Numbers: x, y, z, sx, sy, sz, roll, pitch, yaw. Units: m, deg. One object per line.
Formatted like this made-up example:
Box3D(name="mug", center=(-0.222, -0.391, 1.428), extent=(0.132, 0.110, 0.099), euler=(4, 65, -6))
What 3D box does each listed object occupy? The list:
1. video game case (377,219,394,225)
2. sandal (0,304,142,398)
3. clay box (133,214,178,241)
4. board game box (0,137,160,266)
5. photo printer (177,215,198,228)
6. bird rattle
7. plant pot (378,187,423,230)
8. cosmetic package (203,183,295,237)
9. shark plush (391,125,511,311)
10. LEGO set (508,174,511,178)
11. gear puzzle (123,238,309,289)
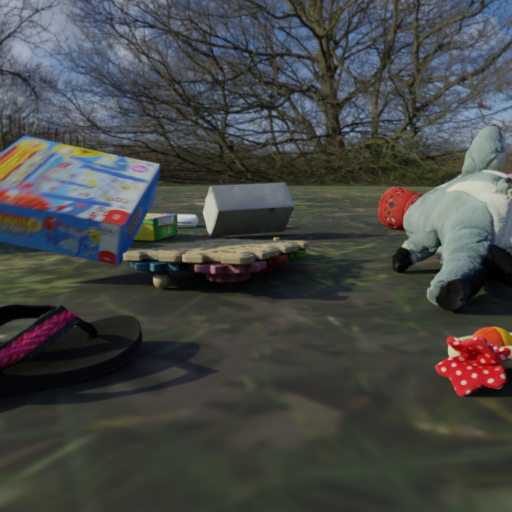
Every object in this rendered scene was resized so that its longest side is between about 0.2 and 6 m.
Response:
Box3D(name="video game case", center=(3.930, -0.879, 14.575), extent=(1.162, 0.148, 1.050), euler=(-5, 10, -27))
Box3D(name="sandal", center=(-1.702, 0.613, 3.761), extent=(2.170, 0.489, 0.815), euler=(-8, 12, -42))
Box3D(name="clay box", center=(-2.847, -0.638, 11.837), extent=(2.083, 0.496, 1.197), euler=(3, 9, 15))
Box3D(name="board game box", center=(-2.630, -0.848, 7.803), extent=(2.121, 0.605, 2.166), euler=(11, 30, -3))
Box3D(name="photo printer", center=(-1.807, -0.857, 13.963), extent=(0.684, 0.286, 0.823), euler=(1, 9, -3))
Box3D(name="bird rattle", center=(1.682, 0.700, 3.878), extent=(0.987, 0.556, 0.805), euler=(-14, -1, -6))
Box3D(name="plant pot", center=(3.532, -1.074, 13.221), extent=(0.992, 0.992, 0.903), euler=(-5, 17, -32))
Box3D(name="cosmetic package", center=(-0.180, -0.980, 11.886), extent=(1.736, 0.783, 0.927), euler=(-9, -32, -20))
Box3D(name="shark plush", center=(2.811, -0.045, 7.694), extent=(1.931, 2.107, 4.637), euler=(-18, 22, 25))
Box3D(name="LEGO set", center=(4.618, -0.741, 10.519), extent=(1.329, 1.235, 3.239), euler=(1, 15, 26))
Box3D(name="gear puzzle", center=(-0.265, 0.045, 7.936), extent=(1.810, 0.458, 3.494), euler=(1, 6, 22))
